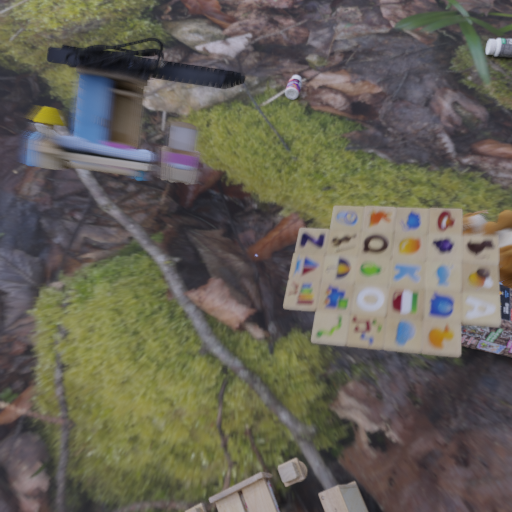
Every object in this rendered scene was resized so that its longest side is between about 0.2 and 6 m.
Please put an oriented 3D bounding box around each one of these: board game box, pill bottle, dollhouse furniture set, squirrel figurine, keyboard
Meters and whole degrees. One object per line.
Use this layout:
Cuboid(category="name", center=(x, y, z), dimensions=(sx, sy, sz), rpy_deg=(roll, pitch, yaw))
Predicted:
Cuboid(category="board game box", center=(4.737, 0.902, 10.233), dimensions=(2.084, 1.009, 1.661), rpy_deg=(13, 54, 9))
Cuboid(category="pill bottle", center=(0.995, -4.422, 14.638), dimensions=(0.359, 0.359, 0.644), rpy_deg=(12, 54, 9))
Cuboid(category="dollhouse furniture set", center=(-2.208, -2.285, 9.614), dimensions=(2.706, 1.871, 2.867), rpy_deg=(6, 9, -10))
Cuboid(category="squirrel figurine", center=(3.874, -0.088, 9.105), dimensions=(1.330, 1.425, 1.008), rpy_deg=(22, 59, 43))
Cuboid(category="pill bottle", center=(6.891, -5.780, 15.574), dimensions=(0.858, 0.485, 0.485), rpy_deg=(5, 53, 3))
Cuboid(category="keyboard", center=(-1.977, -3.606, 10.083), dimensions=(3.453, 0.684, 1.797), rpy_deg=(10, 24, 7))
Cuboid(category="dollhouse furniture set", center=(0.461, 4.267, 8.163), dimensions=(2.423, 1.183, 2.066), rpy_deg=(-29, 61, 12))

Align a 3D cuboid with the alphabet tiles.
Cuboid(category="alphabet tiles", center=(1.666, 0.215, 6.942), dimensions=(2.515, 0.080, 2.093), rpy_deg=(3, 55, 16))
